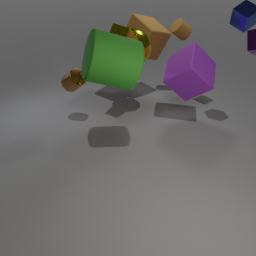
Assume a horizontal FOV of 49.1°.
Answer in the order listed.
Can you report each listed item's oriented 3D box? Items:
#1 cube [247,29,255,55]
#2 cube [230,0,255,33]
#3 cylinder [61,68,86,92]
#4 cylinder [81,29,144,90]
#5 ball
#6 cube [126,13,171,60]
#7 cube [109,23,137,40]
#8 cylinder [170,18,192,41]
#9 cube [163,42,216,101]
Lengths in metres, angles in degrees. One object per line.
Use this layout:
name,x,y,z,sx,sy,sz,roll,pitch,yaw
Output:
cube,4.411,-2.880,9.279,0.700,0.700,0.700,0,2,39
cube,4.254,-4.066,10.191,0.700,0.700,0.700,-36,62,-11
cylinder,-2.073,-1.816,10.667,0.700,0.700,0.700,-23,9,44
cylinder,-0.450,-1.872,7.779,1.400,1.400,1.400,9,27,-20
ball,0.199,-3.091,10.745,1.400,1.400,1.400,0,30,0
cube,0.764,-4.016,12.448,1.400,1.400,1.400,-12,53,-44
cube,-0.220,-3.048,9.613,0.700,0.700,0.700,25,5,22
cylinder,2.350,-4.366,12.417,0.700,0.700,0.700,25,17,-31
cube,2.436,-2.173,11.004,1.400,1.400,1.400,-23,42,46
